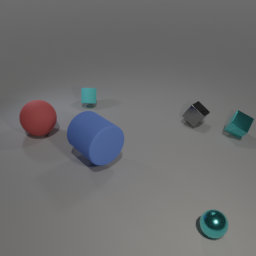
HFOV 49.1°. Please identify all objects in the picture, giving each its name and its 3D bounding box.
[{"bbox_3d":[4.292,-0.133,10.852,0.700,0.700,0.700,31,71,8],"label":"cube"},{"bbox_3d":[2.180,2.426,7.105,0.700,0.700,0.700,0,32,0],"label":"ball"},{"bbox_3d":[-3.510,-0.398,10.981,1.400,1.400,1.400,0,32,0],"label":"ball"},{"bbox_3d":[-1.840,-1.511,13.167,0.700,0.700,0.700,1,4,0],"label":"cylinder"},{"bbox_3d":[-1.080,0.313,9.285,1.400,1.400,1.400,-24,38,-34],"label":"cylinder"},{"bbox_3d":[2.841,-0.582,11.683,0.700,0.700,0.700,48,40,13],"label":"cube"}]
